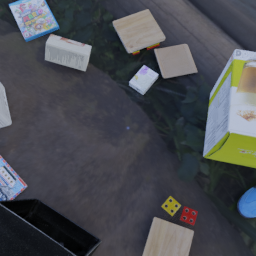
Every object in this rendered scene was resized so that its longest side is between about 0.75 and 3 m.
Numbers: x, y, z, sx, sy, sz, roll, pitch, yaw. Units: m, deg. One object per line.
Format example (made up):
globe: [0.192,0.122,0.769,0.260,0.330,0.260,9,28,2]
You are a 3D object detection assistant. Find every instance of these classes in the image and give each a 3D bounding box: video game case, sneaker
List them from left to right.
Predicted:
video game case: [-4.243,-5.029,12.625,1.582,0.197,2.211,-26,71,-9]
sneaker: [5.048,2.196,9.392,2.824,1.107,0.931,-19,72,-6]

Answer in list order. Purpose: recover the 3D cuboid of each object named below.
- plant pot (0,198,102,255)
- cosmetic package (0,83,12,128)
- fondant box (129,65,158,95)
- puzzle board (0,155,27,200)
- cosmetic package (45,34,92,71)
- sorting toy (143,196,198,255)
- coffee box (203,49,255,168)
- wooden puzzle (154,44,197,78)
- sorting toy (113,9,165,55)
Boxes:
plant pot: [-2.712,3.805,8.046,2.718,2.724,2.417,29,80,10]
cosmetic package: [-5.770,-0.917,10.178,2.182,1.815,1.826,-17,70,-7]
fondant box: [0.637,-1.958,11.395,0.738,0.298,1.023,36,72,13]
puzzle board: [-5.068,1.870,9.979,2.424,0.211,1.827,42,75,14]
cosmetic package: [-2.381,-3.004,11.194,1.675,0.866,0.731,16,47,-9]
sorting toy: [1.308,3.712,9.114,1.358,0.477,2.817,18,69,7]
coffee box: [4.410,-0.393,9.390,2.890,2.894,2.862,11,69,4]
wooden puzzle: [1.983,-2.789,11.736,1.569,0.292,1.452,-10,70,-11]
sorting toy: [0.448,-4.035,12.029,1.706,0.594,1.696,-23,70,-8]
